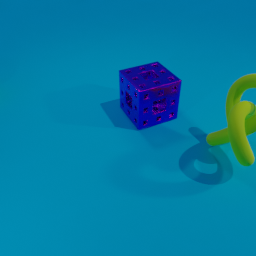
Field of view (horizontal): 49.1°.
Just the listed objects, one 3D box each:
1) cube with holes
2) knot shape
[{"bbox_3d":[0.570,-0.921,7.775,1.229,1.229,1.229,-17,42,-19],"label":"cube with holes"},{"bbox_3d":[2.477,-0.047,6.110,0.947,2.050,1.919,24,41,4],"label":"knot shape"}]
